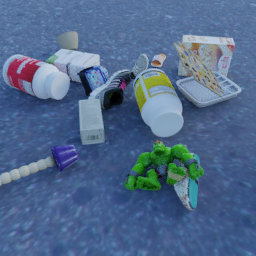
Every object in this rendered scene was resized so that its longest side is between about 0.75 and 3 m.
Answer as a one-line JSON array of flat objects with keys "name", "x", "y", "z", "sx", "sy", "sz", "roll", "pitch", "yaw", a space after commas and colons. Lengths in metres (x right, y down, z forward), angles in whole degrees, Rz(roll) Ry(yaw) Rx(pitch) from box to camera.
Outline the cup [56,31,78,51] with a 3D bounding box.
[{"name": "cup", "x": -3.225, "y": -4.660, "z": 15.392, "sx": 1.179, "sy": 0.843, "sz": 1.179, "roll": -19, "pitch": 2, "yaw": 1}]

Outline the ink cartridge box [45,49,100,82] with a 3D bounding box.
[{"name": "ink cartridge box", "x": -2.615, "y": -3.019, "z": 13.551, "sx": 2.130, "sy": 0.898, "sz": 1.556, "roll": 14, "pitch": 40, "yaw": 15}]

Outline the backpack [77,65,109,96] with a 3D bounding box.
[{"name": "backpack", "x": -1.351, "y": -2.170, "z": 12.331, "sx": 0.907, "sy": 1.231, "sz": 1.349, "roll": 2, "pitch": 30, "yaw": 46}]

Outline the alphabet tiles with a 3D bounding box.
[{"name": "alphabet tiles", "x": 2.567, "y": -2.115, "z": 10.059, "sx": 2.470, "sy": 0.078, "sz": 2.055, "roll": 21, "pitch": 43, "yaw": -39}]

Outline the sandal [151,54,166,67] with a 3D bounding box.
[{"name": "sandal", "x": 1.610, "y": -3.665, "z": 14.695, "sx": 0.565, "sy": 0.423, "sz": 1.476, "roll": 14, "pitch": 43, "yaw": 16}]

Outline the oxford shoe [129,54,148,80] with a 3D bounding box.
[{"name": "oxford shoe", "x": 0.442, "y": -2.495, "z": 11.759, "sx": 0.422, "sy": 1.461, "sz": 0.549, "roll": -29, "pitch": 75, "yaw": -33}]

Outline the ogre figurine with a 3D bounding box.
[{"name": "ogre figurine", "x": 1.030, "y": 1.160, "z": 8.603, "sx": 2.293, "sy": 1.125, "sz": 1.375, "roll": -33, "pitch": 28, "yaw": 27}]

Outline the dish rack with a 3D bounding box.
[{"name": "dish rack", "x": 3.485, "y": -1.670, "z": 12.330, "sx": 2.335, "sy": 0.508, "sz": 2.004, "roll": -17, "pitch": 45, "yaw": -19}]

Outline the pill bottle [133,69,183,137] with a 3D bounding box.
[{"name": "pill bottle", "x": 1.157, "y": -0.978, "z": 10.735, "sx": 1.535, "sy": 1.535, "sz": 2.729, "roll": -6, "pitch": 42, "yaw": -7}]

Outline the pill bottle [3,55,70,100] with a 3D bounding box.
[{"name": "pill bottle", "x": -3.935, "y": -2.152, "z": 12.129, "sx": 2.681, "sy": 1.505, "sz": 1.505, "roll": 21, "pitch": 45, "yaw": 22}]

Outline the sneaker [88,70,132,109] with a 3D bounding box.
[{"name": "sneaker", "x": -0.467, "y": -1.573, "z": 11.926, "sx": 1.100, "sy": 0.928, "sz": 2.516, "roll": 28, "pitch": 53, "yaw": 28}]

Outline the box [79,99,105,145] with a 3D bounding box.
[{"name": "box", "x": -1.386, "y": -0.283, "z": 10.557, "sx": 0.871, "sy": 0.713, "sz": 1.834, "roll": -5, "pitch": 41, "yaw": -6}]

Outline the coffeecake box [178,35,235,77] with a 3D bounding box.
[{"name": "coffeecake box", "x": 3.649, "y": -3.358, "z": 13.314, "sx": 2.294, "sy": 1.761, "sz": 0.838, "roll": 6, "pitch": 41, "yaw": 6}]

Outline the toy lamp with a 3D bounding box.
[{"name": "toy lamp", "x": -3.023, "y": 1.251, "z": 8.703, "sx": 3.000, "sy": 0.873, "sz": 0.873, "roll": -18, "pitch": 44, "yaw": -21}]

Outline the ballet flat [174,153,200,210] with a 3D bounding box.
[{"name": "ballet flat", "x": 1.768, "y": 1.622, "z": 8.500, "sx": 0.685, "sy": 0.811, "sz": 2.144, "roll": -16, "pitch": 29, "yaw": 28}]
